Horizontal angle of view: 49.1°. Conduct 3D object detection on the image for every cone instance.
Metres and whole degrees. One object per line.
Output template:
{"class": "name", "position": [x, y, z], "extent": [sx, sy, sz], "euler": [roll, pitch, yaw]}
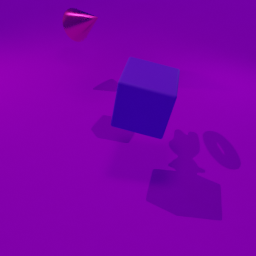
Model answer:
{"class": "cone", "position": [-1.222, -3.136, 8.247], "extent": [1.001, 0.997, 0.997], "euler": [2, 29, 42]}

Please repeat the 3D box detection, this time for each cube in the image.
{"class": "cube", "position": [0.296, -0.518, 4.748], "extent": [0.906, 0.906, 0.906], "euler": [15, 40, 2]}
